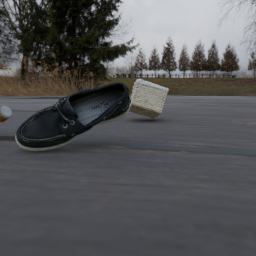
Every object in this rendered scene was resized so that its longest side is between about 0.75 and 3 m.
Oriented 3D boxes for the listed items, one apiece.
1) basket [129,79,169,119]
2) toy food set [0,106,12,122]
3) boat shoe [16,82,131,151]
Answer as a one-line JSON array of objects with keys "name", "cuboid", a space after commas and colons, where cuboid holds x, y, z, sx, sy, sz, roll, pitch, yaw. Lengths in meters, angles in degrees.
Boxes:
[{"name": "basket", "cuboid": [0.674, -1.012, 10.093, 1.202, 0.967, 1.191, 18, -11, -4]}, {"name": "toy food set", "cuboid": [-3.164, -0.355, 5.858, 0.837, 0.888, 1.860, -25, 2, 30]}, {"name": "boat shoe", "cuboid": [-0.970, -0.295, 5.265, 2.339, 0.874, 0.776, -17, -23, -18]}]
